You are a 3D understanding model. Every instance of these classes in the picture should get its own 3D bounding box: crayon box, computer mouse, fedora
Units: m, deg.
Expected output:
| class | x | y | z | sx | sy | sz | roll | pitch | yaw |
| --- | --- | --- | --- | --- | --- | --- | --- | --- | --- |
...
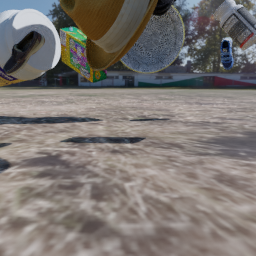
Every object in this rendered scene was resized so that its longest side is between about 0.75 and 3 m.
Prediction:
| class | x | y | z | sx | sy | sz | roll | pitch | yaw |
| --- | --- | --- | --- | --- | --- | --- | --- | --- | --- |
| crayon box | -1.669 | -2.746 | 10.366 | 0.645 | 1.314 | 2.212 | -25 | 47 | -34 |
| computer mouse | 1.822 | -3.181 | 5.388 | 1.642 | 0.657 | 2.994 | -40 | 14 | -37 |
| fedora | -0.458 | -2.372 | 4.841 | 1.099 | 2.695 | 2.695 | 18 | -1 | -32 |

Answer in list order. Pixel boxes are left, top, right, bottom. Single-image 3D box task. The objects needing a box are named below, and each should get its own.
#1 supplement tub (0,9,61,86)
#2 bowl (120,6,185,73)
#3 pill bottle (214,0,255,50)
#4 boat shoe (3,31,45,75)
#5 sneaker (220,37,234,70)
| class | x | y | z | sx | sy | sz | roll | pitch | yaw |
| --- | --- | --- | --- | --- | --- | --- | --- | --- | --- |
| supplement tub | -2.628 | -1.705 | 6.160 | 1.992 | 1.449 | 1.449 | -4 | 6 | 33 |
| bowl | 0.786 | -3.462 | 10.581 | 2.625 | 2.625 | 1.232 | 1 | 18 | 9 |
| pill bottle | 2.770 | -2.609 | 7.014 | 0.699 | 1.206 | 0.699 | -36 | -12 | -9 |
| boat shoe | -1.694 | -1.202 | 4.426 | 0.307 | 0.854 | 0.277 | 50 | 6 | 23 |
| sneaker | 3.638 | -2.751 | 10.386 | 0.439 | 1.188 | 0.489 | -3 | 11 | 30 |
